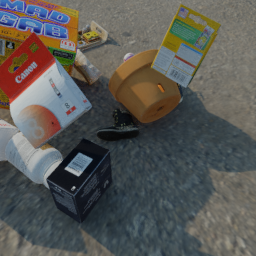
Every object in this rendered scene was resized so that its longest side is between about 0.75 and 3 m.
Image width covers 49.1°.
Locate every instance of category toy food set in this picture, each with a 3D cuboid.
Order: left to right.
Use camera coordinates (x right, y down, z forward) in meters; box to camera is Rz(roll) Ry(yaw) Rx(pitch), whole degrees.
[{"bbox_3d":[-2.368,-4.627,13.871,2.373,0.717,1.703,-26,52,-23],"label":"toy food set"}]

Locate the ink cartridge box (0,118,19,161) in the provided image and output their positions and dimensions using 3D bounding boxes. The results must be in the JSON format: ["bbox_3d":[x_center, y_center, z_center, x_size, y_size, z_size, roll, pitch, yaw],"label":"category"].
[{"bbox_3d":[-5.080,-0.014,8.591,2.709,1.143,1.961,25,9,23],"label":"ink cartridge box"}]

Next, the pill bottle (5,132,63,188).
[{"bbox_3d":[-2.601,0.995,8.313,1.967,1.125,1.125,30,54,26],"label":"pill bottle"}]

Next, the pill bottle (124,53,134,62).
[{"bbox_3d":[0.230,-2.805,12.278,0.553,0.553,0.993,-16,49,-15],"label":"pill bottle"}]

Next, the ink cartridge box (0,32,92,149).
[{"bbox_3d":[-2.274,-0.878,6.907,1.850,2.281,0.572,-35,8,20],"label":"ink cartridge box"}]

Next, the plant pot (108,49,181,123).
[{"bbox_3d":[0.748,-1.306,9.821,2.387,2.387,1.671,-23,69,-20],"label":"plant pot"}]

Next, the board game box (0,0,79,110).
[{"bbox_3d":[-3.485,-2.560,9.872,2.908,2.906,2.906,10,44,-18],"label":"board game box"}]

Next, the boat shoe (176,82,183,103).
[{"bbox_3d":[1.524,-2.094,11.427,0.988,0.816,2.640,-8,47,-7],"label":"boat shoe"}]

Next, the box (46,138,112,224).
[{"bbox_3d":[-1.233,1.430,7.586,0.935,1.592,1.565,23,51,20],"label":"box"}]

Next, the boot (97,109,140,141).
[{"bbox_3d":[-0.412,-0.134,9.781,1.468,0.537,1.105,-6,48,-10],"label":"boot"}]

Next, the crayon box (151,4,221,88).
[{"bbox_3d":[1.551,-2.194,7.555,1.174,1.868,0.482,32,35,10],"label":"crayon box"}]

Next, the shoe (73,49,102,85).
[{"bbox_3d":[-2.018,-2.822,12.037,0.671,0.879,2.514,-38,64,-6],"label":"shoe"}]
